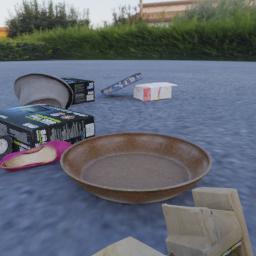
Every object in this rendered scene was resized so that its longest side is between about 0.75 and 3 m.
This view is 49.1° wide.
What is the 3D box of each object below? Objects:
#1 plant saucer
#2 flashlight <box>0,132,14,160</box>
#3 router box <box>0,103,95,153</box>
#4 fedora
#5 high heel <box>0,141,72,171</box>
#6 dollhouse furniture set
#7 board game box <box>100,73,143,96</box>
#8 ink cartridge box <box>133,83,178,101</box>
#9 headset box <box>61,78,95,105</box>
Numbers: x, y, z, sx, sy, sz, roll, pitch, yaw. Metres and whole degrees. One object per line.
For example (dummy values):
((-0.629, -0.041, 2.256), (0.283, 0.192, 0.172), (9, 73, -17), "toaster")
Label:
((0.133, 0.674, 5.088), (2.637, 0.482, 2.637), (0, 17, 0), "plant saucer")
((-3.319, 0.287, 6.277), (1.694, 0.573, 0.576), (9, 38, 30), "flashlight")
((-2.234, -0.014, 6.966), (2.327, 0.723, 1.744), (13, 21, 38), "router box")
((-2.775, -0.866, 9.016), (1.972, 1.744, 0.890), (-1, 46, 0), "fedora")
((-1.751, 0.546, 5.440), (1.350, 0.455, 0.647), (-6, 7, -4), "high heel")
((0.717, 1.551, 1.094), (2.616, 1.853, 2.848), (-13, -1, -38), "dollhouse furniture set")
((-0.273, -2.020, 12.966), (1.802, 0.312, 1.221), (-23, 6, 18), "board game box")
((1.261, -1.678, 12.753), (1.792, 0.605, 1.044), (-9, 20, -22), "ink cartridge box")
((-2.680, -1.613, 12.067), (1.702, 0.907, 1.955), (-15, 22, -42), "headset box")
